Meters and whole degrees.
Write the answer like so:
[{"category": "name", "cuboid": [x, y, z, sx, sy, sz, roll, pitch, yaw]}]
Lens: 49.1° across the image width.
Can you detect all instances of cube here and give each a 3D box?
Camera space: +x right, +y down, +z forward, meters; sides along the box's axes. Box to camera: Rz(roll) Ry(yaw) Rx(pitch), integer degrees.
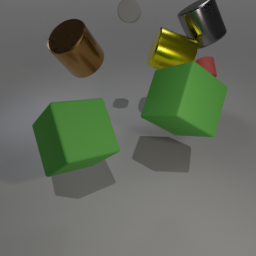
[{"category": "cube", "cuboid": [-1.293, 0.227, 6.807, 1.400, 1.400, 1.400, -10, 76, -38]}, {"category": "cube", "cuboid": [1.435, -0.668, 7.204, 1.400, 1.400, 1.400, 26, -13, -33]}]

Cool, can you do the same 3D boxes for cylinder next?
[{"category": "cylinder", "cuboid": [-1.714, -2.635, 9.396, 1.400, 1.400, 1.400, -9, 63, 19]}, {"category": "cylinder", "cuboid": [1.558, -2.679, 10.017, 1.400, 1.400, 1.400, 18, 31, -9]}, {"category": "cylinder", "cuboid": [0.054, -3.664, 8.776, 0.700, 0.700, 0.700, 3, 20, 4]}, {"category": "cylinder", "cuboid": [2.749, -3.891, 10.402, 1.400, 1.400, 1.400, -27, 24, 13]}, {"category": "cylinder", "cuboid": [2.907, -2.204, 10.469, 0.700, 0.700, 0.700, -6, -12, -1]}]
